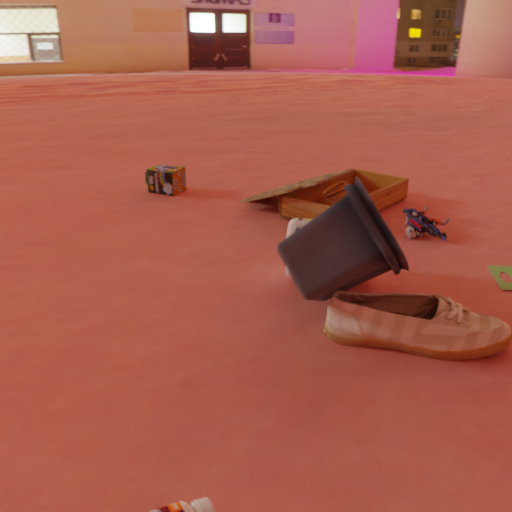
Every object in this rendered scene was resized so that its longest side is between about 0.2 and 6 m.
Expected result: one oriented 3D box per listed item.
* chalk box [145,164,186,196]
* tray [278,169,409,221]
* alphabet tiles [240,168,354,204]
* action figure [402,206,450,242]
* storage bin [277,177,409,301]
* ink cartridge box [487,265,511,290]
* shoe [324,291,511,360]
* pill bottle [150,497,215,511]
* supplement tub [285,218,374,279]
[{"bbox_3d":[-2.473,-2.031,14.870,1.055,0.659,0.654,12,26,24],"label":"chalk box"},{"bbox_3d":[2.171,-1.401,13.492,1.613,0.606,3.271,18,30,36],"label":"tray"},{"bbox_3d":[0.968,-1.677,13.476,2.211,0.084,2.657,-23,11,-36],"label":"alphabet tiles"},{"bbox_3d":[3.617,-0.587,11.903,1.065,0.576,1.101,-24,57,-31],"label":"action figure"},{"bbox_3d":[1.204,-0.143,8.191,1.454,1.575,2.165,-30,-12,10],"label":"storage bin"},{"bbox_3d":[4.989,0.276,9.834,1.520,0.364,1.106,5,22,7],"label":"ink cartridge box"},{"bbox_3d":[2.270,0.917,7.879,2.595,0.693,0.907,3,23,7],"label":"shoe"},{"bbox_3d":[-0.760,2.377,4.726,0.842,0.480,0.480,-10,25,-22],"label":"pill bottle"},{"bbox_3d":[1.304,-0.088,9.732,1.515,1.094,1.094,3,23,8],"label":"supplement tub"}]
